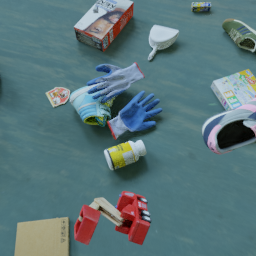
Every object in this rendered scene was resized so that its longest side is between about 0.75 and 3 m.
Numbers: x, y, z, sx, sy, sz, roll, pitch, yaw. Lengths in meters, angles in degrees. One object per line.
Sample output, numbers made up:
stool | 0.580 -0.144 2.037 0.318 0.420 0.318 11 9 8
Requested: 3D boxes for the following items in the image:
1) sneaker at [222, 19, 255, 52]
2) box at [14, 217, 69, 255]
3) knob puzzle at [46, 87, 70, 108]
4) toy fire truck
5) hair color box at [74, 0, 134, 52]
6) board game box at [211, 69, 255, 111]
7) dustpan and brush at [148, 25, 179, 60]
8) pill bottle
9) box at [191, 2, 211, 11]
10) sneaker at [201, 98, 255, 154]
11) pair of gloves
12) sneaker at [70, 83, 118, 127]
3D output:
sneaker | 4.486 -3.652 11.137 1.843 0.618 0.828 34 63 13
box | -2.365 3.445 7.694 1.478 0.192 1.809 -6 58 -3
knob puzzle | -2.489 -1.200 10.181 0.900 0.125 0.900 0 63 0
toy fire truck | -0.244 1.661 5.401 1.319 1.870 0.456 21 98 -4
hair color box | -0.933 -4.386 11.444 1.343 0.774 2.422 27 67 13
board game box | 4.174 -0.929 9.888 1.511 0.385 2.248 -20 65 -10
dustpan and brush | 1.194 -3.367 11.165 1.162 0.476 1.665 22 58 21
pill bottle | -0.079 0.815 8.835 1.227 0.688 0.688 -20 65 -10
box | 3.179 -5.264 12.172 0.813 0.261 0.285 0 62 0
sneaker | 2.781 -0.200 5.662 2.607 1.069 0.915 -33 103 19
pair of gloves | -0.097 -1.024 9.335 2.108 0.299 2.622 -29 95 -20
sneaker | -0.677 -0.896 9.602 2.349 0.934 1.534 -27 64 -3
